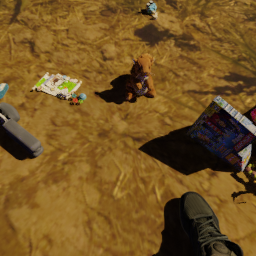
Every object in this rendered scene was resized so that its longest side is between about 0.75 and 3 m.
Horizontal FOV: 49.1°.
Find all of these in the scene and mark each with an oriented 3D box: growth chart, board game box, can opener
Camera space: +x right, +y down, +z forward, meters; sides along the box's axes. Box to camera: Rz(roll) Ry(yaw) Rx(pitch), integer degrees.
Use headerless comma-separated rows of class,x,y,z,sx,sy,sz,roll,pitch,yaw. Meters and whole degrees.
growth chart,-2.866,-1.761,11.464,1.718,0.152,1.243,17,56,10
board game box,3.248,0.255,9.032,2.234,2.235,0.689,43,62,10
can opener,-3.875,-0.095,9.894,2.732,0.729,0.914,33,61,21

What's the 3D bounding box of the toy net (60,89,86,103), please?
toy net,-2.183,-1.241,11.017,1.032,0.199,0.541,15,61,5

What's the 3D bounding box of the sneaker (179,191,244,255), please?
sneaker,2.135,2.793,7.237,1.110,1.663,2.903,-4,52,-5

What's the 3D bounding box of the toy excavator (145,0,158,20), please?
toy excavator,1.296,-6.060,14.468,0.887,0.443,0.862,33,61,12

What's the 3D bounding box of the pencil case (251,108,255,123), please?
pencil case,5.420,-0.779,10.342,1.919,0.848,0.848,-36,61,-22

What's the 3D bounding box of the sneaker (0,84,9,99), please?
sneaker,-5.108,-1.447,11.161,0.337,0.319,0.835,6,47,14

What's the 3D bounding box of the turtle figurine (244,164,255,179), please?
turtle figurine,4.222,1.633,8.789,1.347,0.434,1.087,-4,43,-36

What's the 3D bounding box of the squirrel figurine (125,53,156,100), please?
squirrel figurine,0.490,-2.184,10.856,1.225,1.616,1.731,-2,54,-1
